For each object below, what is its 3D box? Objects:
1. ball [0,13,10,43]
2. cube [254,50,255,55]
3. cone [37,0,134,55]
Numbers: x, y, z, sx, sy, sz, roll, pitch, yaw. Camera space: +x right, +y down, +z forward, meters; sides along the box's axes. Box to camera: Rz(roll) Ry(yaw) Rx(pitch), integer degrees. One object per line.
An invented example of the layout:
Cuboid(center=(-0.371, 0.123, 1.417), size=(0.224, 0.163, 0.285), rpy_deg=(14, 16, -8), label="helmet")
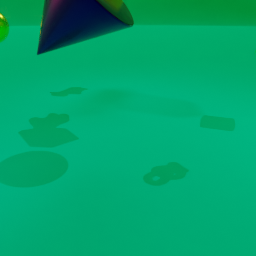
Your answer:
Cuboid(center=(-3.297, -2.447, 6.757), size=(0.806, 0.806, 0.806), rpy_deg=(0, 22, 0), label="ball")
Cuboid(center=(3.791, -2.174, 6.896), size=(0.819, 0.819, 0.819), rpy_deg=(29, 65, 9), label="cube")
Cuboid(center=(-0.944, -1.600, 4.228), size=(1.479, 1.473, 1.473), rpy_deg=(-38, 8, 25), label="cone")
